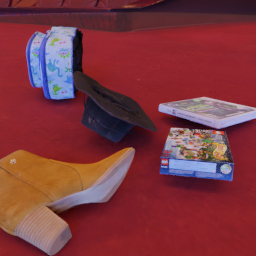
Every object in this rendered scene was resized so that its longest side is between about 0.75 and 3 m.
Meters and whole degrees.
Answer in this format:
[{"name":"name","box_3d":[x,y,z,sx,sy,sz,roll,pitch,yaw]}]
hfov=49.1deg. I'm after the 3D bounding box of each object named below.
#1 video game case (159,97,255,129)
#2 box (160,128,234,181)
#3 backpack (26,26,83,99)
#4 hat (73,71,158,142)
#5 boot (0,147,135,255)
[{"name":"video game case","box_3d":[2.622,-0.571,8.925,2.463,0.288,2.239,-13,23,-39]},{"name":"box","box_3d":[1.638,0.525,6.707,1.467,0.405,2.148,3,18,14]},{"name":"backpack","box_3d":[-2.702,-2.403,10.649,2.005,2.497,2.729,-1,31,-6]},{"name":"hat","box_3d":[-0.567,-0.347,7.849,2.932,1.183,2.932,30,15,-8]},{"name":"boot","box_3d":[-1.333,0.869,5.520,2.001,0.984,2.795,28,46,22]}]
